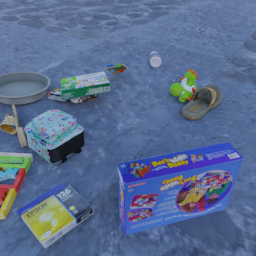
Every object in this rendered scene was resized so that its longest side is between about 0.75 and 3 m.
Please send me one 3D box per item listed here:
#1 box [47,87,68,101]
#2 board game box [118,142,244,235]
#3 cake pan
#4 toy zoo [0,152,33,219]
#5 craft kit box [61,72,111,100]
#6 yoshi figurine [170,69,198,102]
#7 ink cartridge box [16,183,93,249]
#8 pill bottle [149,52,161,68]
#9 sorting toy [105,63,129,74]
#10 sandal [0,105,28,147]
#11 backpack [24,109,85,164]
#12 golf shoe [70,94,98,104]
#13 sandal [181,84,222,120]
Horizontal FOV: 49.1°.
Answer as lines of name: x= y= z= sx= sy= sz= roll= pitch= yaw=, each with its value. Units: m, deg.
box: x=-2.734 y=-1.619 z=12.488 sx=0.961 sy=0.280 sz=1.404 roll=11 pitch=32 yaw=30
board game box: x=1.244 y=1.553 z=7.144 sx=2.945 sy=1.980 sz=0.659 roll=-9 pitch=38 yaw=-13
cake pan: x=-4.863 y=-1.818 z=12.653 sx=2.685 sy=0.492 sz=2.685 roll=2 pitch=34 yaw=-1
toy zoo: x=-4.156 y=1.752 z=8.281 sx=1.827 sy=0.285 sz=2.785 roll=2 pitch=37 yaw=2
craft kit box: x=-1.812 y=-1.824 z=11.828 sx=1.972 sy=0.478 sz=1.947 roll=-12 pitch=23 yaw=-8
yoshi figurine: x=2.451 y=-1.934 z=12.600 sx=1.099 sy=1.103 sz=1.963 roll=-1 pitch=37 yaw=26
ink cartridge box: x=-2.019 y=2.219 z=7.635 sx=1.534 sy=0.365 sz=1.553 roll=-31 pitch=49 yaw=-34
pill bottle: x=1.471 y=-3.771 z=15.266 sx=0.604 sy=0.604 sz=1.010 roll=0 pitch=37 yaw=-1
sorting toy: x=-0.539 y=-2.841 z=13.708 sx=1.018 sy=0.246 sz=1.807 roll=-6 pitch=-1 yaw=12
sandal: x=-4.319 y=-0.077 z=10.275 sx=0.731 sy=0.815 sz=2.221 roll=-17 pitch=47 yaw=-22
backpack: x=-2.582 y=0.185 z=9.562 sx=1.817 sy=1.368 sz=1.613 roll=22 pitch=41 yaw=34
golf shoe: x=-1.961 y=-1.413 z=12.175 sx=1.243 sy=0.548 sz=0.480 roll=-13 pitch=40 yaw=0
sandal: x=3.196 y=-1.258 z=11.845 sx=1.111 sy=0.747 sz=2.765 roll=26 pitch=44 yaw=30
